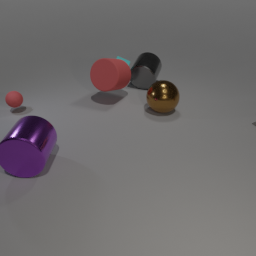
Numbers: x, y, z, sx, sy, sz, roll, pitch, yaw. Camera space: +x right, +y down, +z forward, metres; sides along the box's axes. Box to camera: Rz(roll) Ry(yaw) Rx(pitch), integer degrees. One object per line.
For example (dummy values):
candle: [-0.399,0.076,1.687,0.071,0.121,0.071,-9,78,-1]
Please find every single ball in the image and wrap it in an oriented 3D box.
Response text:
ball: [1.469,-1.310,11.805,1.400,1.400,1.400,0,29,0]
ball: [-4.783,-1.207,11.780,0.700,0.700,0.700,0,29,0]

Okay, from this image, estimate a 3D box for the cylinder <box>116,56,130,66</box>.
cylinder: [-0.336,-3.131,13.989,0.700,0.700,0.700,21,29,-8]

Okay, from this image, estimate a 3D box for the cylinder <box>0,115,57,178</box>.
cylinder: [-3.015,0.537,8.498,1.400,1.400,1.400,1,30,2]

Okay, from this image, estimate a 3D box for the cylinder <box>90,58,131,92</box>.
cylinder: [-0.753,-2.380,12.500,1.400,1.400,1.400,12,16,21]

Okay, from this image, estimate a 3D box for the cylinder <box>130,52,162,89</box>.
cylinder: [0.900,-2.940,14.396,1.400,1.400,1.400,10,45,16]
